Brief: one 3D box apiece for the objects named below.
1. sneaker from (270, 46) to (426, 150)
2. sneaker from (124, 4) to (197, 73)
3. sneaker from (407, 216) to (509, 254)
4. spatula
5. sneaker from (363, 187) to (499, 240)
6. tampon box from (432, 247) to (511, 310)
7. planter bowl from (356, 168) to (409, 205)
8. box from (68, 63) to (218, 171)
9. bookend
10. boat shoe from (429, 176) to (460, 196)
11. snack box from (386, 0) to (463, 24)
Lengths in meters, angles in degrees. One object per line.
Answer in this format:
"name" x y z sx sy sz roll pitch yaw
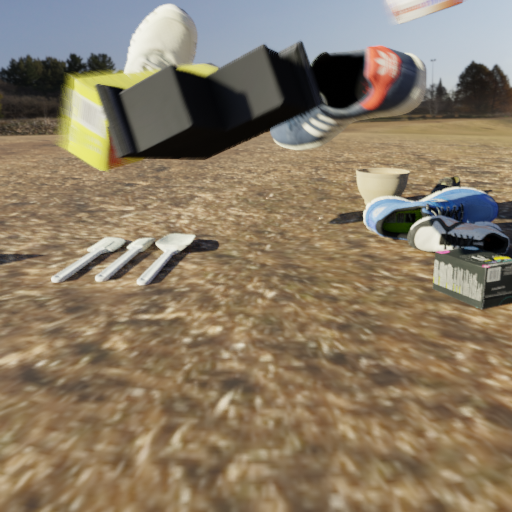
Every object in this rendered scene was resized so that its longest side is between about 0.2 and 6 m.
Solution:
"sneaker" 1.069 -2.625 9.137 1.365 1.211 3.231 6 -11 -38
"sneaker" -1.944 -2.818 9.628 1.118 2.976 1.206 26 31 -21
"sneaker" 3.648 -0.334 10.042 1.817 0.670 0.727 -1 17 -2
"spatula" -2.203 -0.015 9.727 1.893 0.219 2.722 3 16 6
"sneaker" 3.489 -0.690 11.054 2.585 1.015 1.152 -7 22 5
"tampon box" 3.104 0.283 7.910 0.717 0.604 0.957 -7 17 -24
"planter bowl" 3.303 -1.787 14.760 1.366 0.919 1.366 0 16 0
"box" -1.159 -1.776 6.874 0.595 0.894 2.375 33 34 20
"bookend" -0.415 -1.591 5.611 1.601 0.742 1.611 -19 0 29
"boat shoe" 5.390 -1.955 15.977 0.631 0.581 1.767 12 19 36
"snack box" 2.074 -3.586 7.373 0.764 0.258 2.124 -14 35 14
